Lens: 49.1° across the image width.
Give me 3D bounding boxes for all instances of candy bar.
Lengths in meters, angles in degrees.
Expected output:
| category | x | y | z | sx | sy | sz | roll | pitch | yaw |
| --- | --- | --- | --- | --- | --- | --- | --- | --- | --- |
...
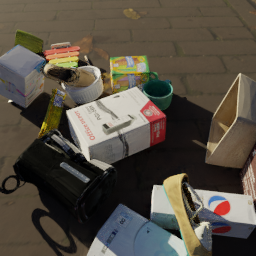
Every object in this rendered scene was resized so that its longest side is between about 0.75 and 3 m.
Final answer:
| category | x | y | z | sx | sy | sz | roll | pitch | yaw |
| --- | --- | --- | --- | --- | --- | --- | --- | --- | --- |
| candy bar | -2.877 | -0.565 | 10.899 | 0.678 | 0.301 | 2.719 | 21 | 45 | -22 |

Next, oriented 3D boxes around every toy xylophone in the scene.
| category | x | y | z | sx | sy | sz | roll | pitch | yaw |
| --- | --- | --- | --- | --- | --- | --- | --- | --- | --- |
| toy xylophone | -2.784 | -3.122 | 13.314 | 2.010 | 0.690 | 2.745 | -17 | 49 | -15 |

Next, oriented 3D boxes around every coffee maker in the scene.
| category | x | y | z | sx | sy | sz | roll | pitch | yaw |
| --- | --- | --- | --- | --- | --- | --- | --- | --- | --- |
| coffee maker | -1.981 | 1.633 | 8.400 | 2.577 | 1.735 | 2.475 | 29 | 77 | 26 |

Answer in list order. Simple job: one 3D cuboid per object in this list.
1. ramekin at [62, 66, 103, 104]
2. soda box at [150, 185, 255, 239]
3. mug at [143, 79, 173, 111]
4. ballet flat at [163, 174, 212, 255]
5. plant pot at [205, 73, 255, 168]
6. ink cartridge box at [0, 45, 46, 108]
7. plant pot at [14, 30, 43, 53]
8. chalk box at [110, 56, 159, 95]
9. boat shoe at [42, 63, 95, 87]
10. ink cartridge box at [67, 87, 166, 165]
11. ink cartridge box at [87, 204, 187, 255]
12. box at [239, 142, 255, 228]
| category | x | y | z | sx | sy | sz | roll | pitch | yaw |
| --- | --- | --- | --- | --- | --- | --- | --- | --- | --- |
| ramekin | -1.841 | -1.790 | 11.789 | 1.671 | 0.814 | 1.671 | -9 | 45 | 9 |
| soda box | 2.052 | 2.373 | 7.951 | 2.784 | 0.948 | 0.886 | 5 | 47 | 5 |
| mug | 1.297 | -1.288 | 11.449 | 1.448 | 0.895 | 1.189 | -15 | 48 | -14 |
| ballet flat | 1.598 | 2.266 | 6.914 | 0.781 | 0.850 | 2.477 | -35 | 59 | 23 |
| plant pot | 4.153 | 0.025 | 9.387 | 2.094 | 2.365 | 2.362 | 20 | 49 | 5 |
| ink cartridge box | -4.322 | -1.979 | 11.431 | 1.317 | 2.103 | 1.352 | 29 | 51 | 3 |
| plant pot | -4.982 | -4.257 | 14.221 | 1.267 | 1.185 | 1.185 | 7 | 45 | -14 |
| chalk box | 0.304 | -2.233 | 12.075 | 2.057 | 1.273 | 1.280 | -5 | 47 | -4 |
| boat shoe | -2.291 | -2.045 | 11.318 | 2.244 | 0.800 | 0.724 | 4 | 16 | -34 |
| ink cartridge box | -0.429 | -0.077 | 9.994 | 2.918 | 1.209 | 2.142 | -22 | 46 | -20 |
| ink cartridge box | -0.057 | 3.594 | 7.003 | 2.246 | 0.663 | 2.806 | 26 | 51 | 22 |
| box | 4.529 | 1.489 | 7.836 | 1.917 | 2.335 | 1.937 | 5 | 46 | 5 |
